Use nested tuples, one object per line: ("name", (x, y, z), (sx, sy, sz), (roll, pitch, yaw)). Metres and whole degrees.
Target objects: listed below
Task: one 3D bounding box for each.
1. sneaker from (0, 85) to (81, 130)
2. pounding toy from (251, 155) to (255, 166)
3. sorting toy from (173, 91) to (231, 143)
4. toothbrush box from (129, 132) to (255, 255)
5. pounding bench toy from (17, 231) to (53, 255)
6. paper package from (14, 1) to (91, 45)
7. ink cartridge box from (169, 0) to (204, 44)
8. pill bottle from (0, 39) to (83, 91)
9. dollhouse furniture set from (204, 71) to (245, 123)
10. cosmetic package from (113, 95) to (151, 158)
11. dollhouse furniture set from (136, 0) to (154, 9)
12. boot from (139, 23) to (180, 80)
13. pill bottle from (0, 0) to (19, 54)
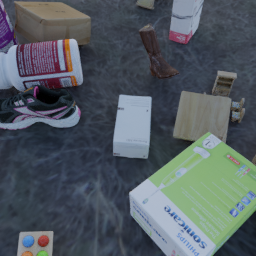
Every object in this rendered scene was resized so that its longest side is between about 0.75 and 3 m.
("sneaker", (-2.648, -0.707, 7.654), (2.602, 1.123, 1.045), (-3, 50, -2))
("pounding toy", (3.523, 0.338, 6.285), (0.992, 1.906, 2.169), (-22, 55, -15))
("sorting toy", (1.959, -0.209, 7.466), (1.307, 0.457, 1.315), (11, 72, 11))
("toothbrush box", (1.512, 1.493, 5.909), (2.448, 1.054, 1.782), (-33, 55, -25))
("pounding bench toy", (-1.740, 2.498, 5.238), (0.603, 0.758, 0.971), (4, 61, -15))
("paper package", (-2.601, -3.591, 9.675), (1.866, 1.013, 1.957), (36, 40, 28))
("ink cartridge box", (2.106, -4.148, 9.967), (0.737, 1.780, 1.304), (23, 55, 18))
("pill bottle", (-2.666, -1.836, 8.383), (2.455, 1.387, 1.387), (-8, 52, -6))
("dollhouse furniture set", (2.739, -0.914, 8.023), (1.129, 0.800, 1.229), (10, 52, 8))
("cosmetic package", (0.132, -0.058, 7.420), (0.928, 0.667, 1.645), (3, 51, 0))
("dollhouse furniture set", (1.137, -5.836, 12.055), (1.484, 1.125, 1.693), (25, 34, 19))
("boot", (0.886, -2.271, 8.264), (0.510, 1.588, 1.480), (-25, 25, -20))
("pill bottle", (-4.566, -3.400, 8.561), (1.665, 2.966, 1.665), (0, 56, 1))
